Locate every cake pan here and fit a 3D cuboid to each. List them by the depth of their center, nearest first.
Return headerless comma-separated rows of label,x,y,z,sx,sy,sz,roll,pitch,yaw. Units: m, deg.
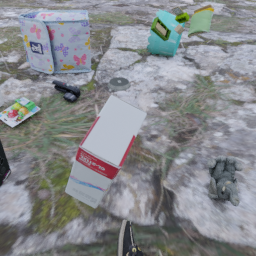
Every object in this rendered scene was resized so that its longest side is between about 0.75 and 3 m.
cake pan,-0.347,-1.743,10.981,0.914,0.168,0.914,0,36,0

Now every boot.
boot,0.417,2.418,4.959,1.234,0.600,1.639,-1,40,0

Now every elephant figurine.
elephant figurine,2.191,1.307,6.395,0.854,0.936,1.206,-18,54,35

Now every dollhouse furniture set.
dollhouse furniture set,0.881,-1.760,4.596,0.998,0.385,0.499,1,66,50

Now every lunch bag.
lunch bag,-2.928,-3.513,11.592,2.724,2.310,1.731,-2,37,-6

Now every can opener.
can opener,-2.303,-1.455,10.313,0.617,0.498,1.570,-31,47,-34

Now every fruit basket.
fruit basket,-3.576,-0.542,9.076,1.010,0.511,1.090,27,47,31

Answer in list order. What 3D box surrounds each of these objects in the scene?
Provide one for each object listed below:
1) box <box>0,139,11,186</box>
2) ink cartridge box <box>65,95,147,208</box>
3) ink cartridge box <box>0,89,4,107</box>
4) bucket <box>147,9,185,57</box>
box,-3.666,1.054,6.215,1.090,1.302,1.753,7,37,9
ink cartridge box,-0.356,0.391,4.034,0.574,1.387,1.011,27,50,-1
ink cartridge box,-4.916,-0.959,9.351,0.825,0.821,1.125,14,38,17
bucket,1.789,-4.351,13.077,1.307,2.009,2.009,20,40,9
